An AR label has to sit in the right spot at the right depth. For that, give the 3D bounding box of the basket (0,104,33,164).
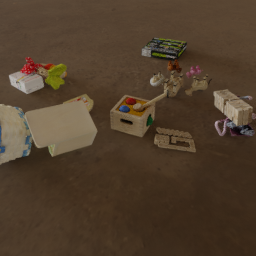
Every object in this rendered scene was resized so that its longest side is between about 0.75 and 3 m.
[{"bbox_3d":[-4.862,0.208,9.656,2.767,1.924,2.439,3,29,-38],"label":"basket"}]

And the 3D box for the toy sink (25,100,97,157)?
[{"bbox_3d":[-2.448,0.082,10.104,2.165,1.213,1.411,-17,67,-29],"label":"toy sink"}]

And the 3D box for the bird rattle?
[{"bbox_3d":[-4.299,-2.941,14.790,2.356,1.328,1.921,16,17,12],"label":"bird rattle"}]

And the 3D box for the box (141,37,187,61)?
[{"bbox_3d":[2.363,-5.140,18.117,2.359,0.561,2.279,15,37,20],"label":"box"}]

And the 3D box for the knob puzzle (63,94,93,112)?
[{"bbox_3d":[-2.059,-0.897,12.090,1.387,0.192,1.387,-3,45,3],"label":"knob puzzle"}]

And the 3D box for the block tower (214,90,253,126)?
[{"bbox_3d":[4.019,-0.833,10.832,0.608,0.651,2.252,-7,27,-2],"label":"block tower"}]

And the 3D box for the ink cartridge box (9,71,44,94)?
[{"bbox_3d":[-5.216,-2.423,14.433,1.452,0.610,1.051,27,45,31],"label":"ink cartridge box"}]

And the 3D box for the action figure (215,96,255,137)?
[{"bbox_3d":[4.500,-0.501,11.729,1.655,1.489,2.223,-19,33,21],"label":"action figure"}]

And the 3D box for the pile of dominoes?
[{"bbox_3d":[1.814,0.508,10.991,1.534,0.244,1.195,9,37,-2],"label":"pile of dominoes"}]

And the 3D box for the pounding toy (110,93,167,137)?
[{"bbox_3d":[0.451,-0.696,11.583,1.807,1.285,1.664,15,40,19],"label":"pounding toy"}]

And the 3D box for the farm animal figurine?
[{"bbox_3d":[2.580,-2.208,13.830,2.250,1.186,2.276,-36,56,-22],"label":"farm animal figurine"}]
